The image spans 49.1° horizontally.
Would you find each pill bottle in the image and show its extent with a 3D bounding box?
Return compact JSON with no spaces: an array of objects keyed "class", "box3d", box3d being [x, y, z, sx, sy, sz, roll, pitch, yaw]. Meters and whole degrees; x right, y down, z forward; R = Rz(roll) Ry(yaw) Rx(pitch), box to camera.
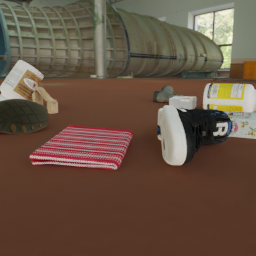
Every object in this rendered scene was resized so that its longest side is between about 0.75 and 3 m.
[{"class":"pill bottle","box3d":[-3.690,-1.326,9.389,0.966,1.690,0.966,31,-7,4]},{"class":"pill bottle","box3d":[3.839,-1.001,10.024,2.071,1.153,1.153,7,14,28]}]

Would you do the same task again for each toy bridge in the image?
[{"class":"toy bridge","box3d":[-3.684,-1.196,11.407,0.381,0.941,2.798,-11,16,-43]}]

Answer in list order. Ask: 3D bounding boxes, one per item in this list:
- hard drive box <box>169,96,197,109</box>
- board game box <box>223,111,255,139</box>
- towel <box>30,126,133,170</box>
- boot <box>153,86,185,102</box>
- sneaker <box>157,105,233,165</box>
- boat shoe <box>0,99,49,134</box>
[{"class":"hard drive box","box3d":[2.339,-1.062,11.859,0.962,0.474,1.235,4,13,20]},{"class":"board game box","box3d":[2.687,-0.130,7.480,1.601,0.515,1.181,4,13,22]},{"class":"towel","box3d":[-0.805,0.354,5.864,1.635,0.254,2.260,4,14,7]},{"class":"boot","box3d":[2.271,-1.611,14.267,1.388,0.719,2.124,13,23,26]},{"class":"sneaker","box3d":[1.436,0.002,5.635,1.552,1.014,2.774,-1,11,2]},{"class":"boat shoe","box3d":[-3.398,-0.318,7.411,2.487,0.941,0.918,-3,10,-18]}]
